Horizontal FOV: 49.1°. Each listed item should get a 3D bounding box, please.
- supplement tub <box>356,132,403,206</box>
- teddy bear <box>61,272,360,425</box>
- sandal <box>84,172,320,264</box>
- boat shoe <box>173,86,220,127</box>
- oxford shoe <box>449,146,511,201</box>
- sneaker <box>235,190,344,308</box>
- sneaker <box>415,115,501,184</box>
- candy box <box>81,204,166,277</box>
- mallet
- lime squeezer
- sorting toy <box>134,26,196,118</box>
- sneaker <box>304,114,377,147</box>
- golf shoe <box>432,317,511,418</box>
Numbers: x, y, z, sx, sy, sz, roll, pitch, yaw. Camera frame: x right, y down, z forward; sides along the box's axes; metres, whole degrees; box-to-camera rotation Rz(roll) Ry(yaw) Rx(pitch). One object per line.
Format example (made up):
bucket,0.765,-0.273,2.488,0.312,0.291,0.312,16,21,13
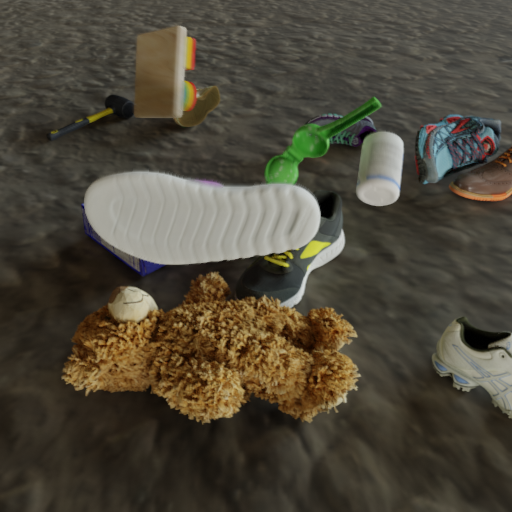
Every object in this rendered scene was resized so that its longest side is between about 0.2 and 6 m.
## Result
supplement tub,2.101,-1.464,9.489,0.712,0.712,1.080,8,66,11
teddy bear,-0.526,1.097,7.378,3.838,1.281,2.783,13,36,17
sandal,-0.678,-0.504,7.211,2.935,1.194,0.721,5,25,-3
boat shoe,-1.657,-3.902,14.719,0.640,0.714,1.928,5,33,30
oxford shoe,5.147,-1.856,11.592,2.702,0.985,0.963,-17,40,-22
sneaker,0.550,-0.178,9.151,1.048,1.191,2.816,20,41,26
sneaker,4.369,-2.407,11.909,1.400,1.163,2.931,6,32,39
candy box,-1.985,-0.585,10.107,1.834,0.707,1.551,31,45,33
mallet,-4.325,-3.548,14.403,2.457,0.506,0.809,-31,47,-30
lime squeezer,0.725,-1.504,9.673,0.661,3.503,1.237,28,30,-37
sorting toy,-1.780,-3.603,11.257,0.578,1.651,1.661,-4,13,-40
sneaker,2.043,-2.933,13.339,1.893,0.704,0.828,-10,43,-14
golf shoe,3.264,1.470,7.138,1.961,0.954,0.768,23,40,26
